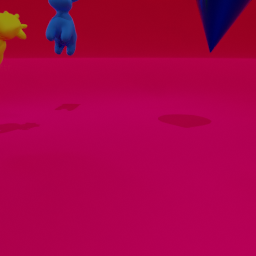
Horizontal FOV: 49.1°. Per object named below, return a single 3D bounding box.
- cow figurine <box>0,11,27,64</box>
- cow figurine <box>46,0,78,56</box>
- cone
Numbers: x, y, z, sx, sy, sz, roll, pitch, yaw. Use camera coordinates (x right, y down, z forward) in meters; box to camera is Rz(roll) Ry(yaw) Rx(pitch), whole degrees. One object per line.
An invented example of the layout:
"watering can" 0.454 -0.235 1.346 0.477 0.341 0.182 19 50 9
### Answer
"cow figurine" -3.071 -1.987 6.515 1.427 0.796 1.450 -37 -2 -27
"cow figurine" -2.059 -3.435 9.014 0.953 1.709 1.737 7 -17 5
"cone" 2.059 -2.567 6.373 1.682 1.688 1.682 10 9 -2
